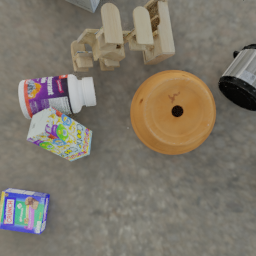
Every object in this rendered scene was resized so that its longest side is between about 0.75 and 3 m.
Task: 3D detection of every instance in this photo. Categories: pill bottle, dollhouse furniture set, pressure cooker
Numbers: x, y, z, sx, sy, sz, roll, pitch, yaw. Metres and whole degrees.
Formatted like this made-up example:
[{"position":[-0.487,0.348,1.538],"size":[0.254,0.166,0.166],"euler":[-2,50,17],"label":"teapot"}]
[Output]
[{"position":[-2.213,-1.047,9.058],"size":[2.263,1.261,1.261],"euler":[-8,87,-5],"label":"pill bottle"},{"position":[-0.120,-3.008,8.634],"size":[2.837,2.606,1.846],"euler":[-7,88,-28],"label":"dollhouse furniture set"},{"position":[4.062,-1.693,8.853],"size":[1.680,1.706,1.910],"euler":[38,87,-16],"label":"pressure cooker"}]

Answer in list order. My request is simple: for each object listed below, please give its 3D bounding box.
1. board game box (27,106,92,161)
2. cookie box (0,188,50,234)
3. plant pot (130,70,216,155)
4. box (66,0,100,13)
[{"position":[-2.035,0.227,8.584],"size":[0.882,1.712,0.898],"euler":[-21,51,32],"label":"board game box"},{"position":[-3.437,2.727,9.231],"size":[1.438,0.540,1.230],"euler":[7,88,1],"label":"cookie box"},{"position":[1.406,-0.467,8.569],"size":[2.804,1.962,2.804],"euler":[0,93,4],"label":"plant pot"},{"position":[-1.716,-5.714,9.283],"size":[2.430,1.386,2.642],"euler":[25,86,1],"label":"box"}]
